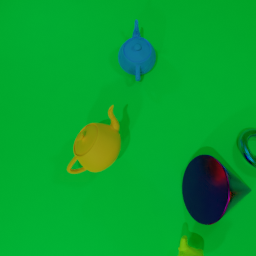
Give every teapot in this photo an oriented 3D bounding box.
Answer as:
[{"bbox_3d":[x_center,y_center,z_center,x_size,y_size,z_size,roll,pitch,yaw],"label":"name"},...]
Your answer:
[{"bbox_3d":[0.264,-2.209,8.165,1.131,0.890,1.819,-1,77,0],"label":"teapot"},{"bbox_3d":[-0.797,0.361,6.972,2.030,0.994,1.262,-51,37,6],"label":"teapot"}]

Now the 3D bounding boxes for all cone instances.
[{"bbox_3d":[2.518,1.545,7.032,1.649,1.643,1.643,7,70,-26],"label":"cone"}]

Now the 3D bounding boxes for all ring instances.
[{"bbox_3d":[3.492,0.555,7.471,1.193,0.239,1.193,8,59,-14],"label":"ring"}]

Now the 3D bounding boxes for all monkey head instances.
[{"bbox_3d":[1.451,2.879,6.366,0.620,1.030,0.741,5,89,22],"label":"monkey head"}]
